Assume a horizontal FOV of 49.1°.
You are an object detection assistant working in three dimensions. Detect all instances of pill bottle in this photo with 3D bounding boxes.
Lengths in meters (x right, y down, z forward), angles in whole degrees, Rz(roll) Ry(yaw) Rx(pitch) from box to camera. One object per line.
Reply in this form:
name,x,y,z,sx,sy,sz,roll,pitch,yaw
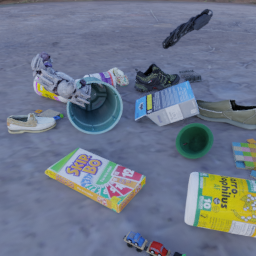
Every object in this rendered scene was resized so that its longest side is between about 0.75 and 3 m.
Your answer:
pill bottle,2.671,1.904,6.896,2.377,1.340,1.340,8,32,12
pill bottle,-3.288,-1.902,13.325,2.267,1.182,1.182,17,35,26
pill bottle,-1.620,-2.165,13.904,1.852,1.032,1.032,-13,34,-19

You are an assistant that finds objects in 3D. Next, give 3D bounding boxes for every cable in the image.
cable,1.918,-3.467,9.869,2.021,0.513,1.649,-38,17,-9

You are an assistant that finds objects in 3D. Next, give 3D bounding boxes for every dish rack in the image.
dish rack,3.479,-2.970,15.912,1.017,0.362,1.325,-7,30,-14

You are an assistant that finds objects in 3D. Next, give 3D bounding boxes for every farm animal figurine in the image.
farm animal figurine,-1.160,-1.758,13.088,1.229,1.216,0.641,2,73,5

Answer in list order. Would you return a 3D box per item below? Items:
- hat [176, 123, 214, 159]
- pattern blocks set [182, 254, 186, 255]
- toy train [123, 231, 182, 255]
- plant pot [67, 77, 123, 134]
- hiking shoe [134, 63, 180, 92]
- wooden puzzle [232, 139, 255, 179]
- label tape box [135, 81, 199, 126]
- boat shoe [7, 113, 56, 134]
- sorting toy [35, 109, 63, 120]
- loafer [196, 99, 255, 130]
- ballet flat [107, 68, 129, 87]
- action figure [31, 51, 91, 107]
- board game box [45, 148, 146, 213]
hat,2.528,0.618,10.195,1.268,1.347,1.531,25,75,30
pattern blocks set,1.388,3.163,5.705,0.989,0.091,1.125,-33,58,-13
toy train,0.659,2.789,6.352,1.734,0.397,0.296,16,35,24
plant pot,-1.455,-1.126,11.415,2.111,2.111,2.068,-7,25,-11
hiking shoe,1.581,-2.663,14.451,2.585,1.301,0.979,-13,34,-20
wooden puzzle,4.332,0.963,9.585,1.356,0.161,2.287,6,32,9
label tape box,1.594,-0.927,11.888,2.501,0.827,1.792,-20,28,15
boat shoe,-3.814,-0.227,11.088,1.853,0.634,0.692,-8,32,-13
sorting toy,-3.391,-0.555,12.084,1.358,0.185,0.765,18,31,26
loafer,4.072,-0.819,11.690,2.917,1.016,1.097,15,34,23
ballet flat,-0.587,-2.954,15.543,0.808,0.683,2.135,-19,36,-27
action figure,-1.916,-1.349,7.584,0.915,1.716,2.637,-51,36,-4
board game box,-1.081,1.440,8.621,2.971,0.445,1.419,17,34,30
